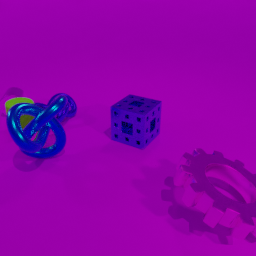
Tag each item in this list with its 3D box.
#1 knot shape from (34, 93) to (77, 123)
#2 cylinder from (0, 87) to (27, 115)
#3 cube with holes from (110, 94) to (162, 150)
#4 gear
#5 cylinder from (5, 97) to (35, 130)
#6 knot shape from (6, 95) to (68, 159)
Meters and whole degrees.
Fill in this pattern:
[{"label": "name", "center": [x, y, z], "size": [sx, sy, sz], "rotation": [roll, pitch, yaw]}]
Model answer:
[{"label": "knot shape", "center": [-2.141, -0.527, 8.390], "size": [1.366, 0.631, 1.278], "rotation": [-14, 31, -20]}, {"label": "cylinder", "center": [-3.614, -0.829, 8.847], "size": [0.731, 0.731, 0.731], "rotation": [-5, 29, -10]}, {"label": "cube with holes", "center": [0.222, -0.195, 7.431], "size": [0.984, 0.984, 0.984], "rotation": [16, 32, 26]}, {"label": "gear", "center": [1.793, 1.105, 5.102], "size": [1.906, 0.352, 1.906], "rotation": [16, 29, -9]}, {"label": "cylinder", "center": [-2.940, -0.370, 7.695], "size": [0.725, 0.725, 0.725], "rotation": [4, 30, -2]}, {"label": "knot shape", "center": [-1.946, 0.082, 6.314], "size": [0.766, 1.550, 1.657], "rotation": [24, 40, 22]}]
